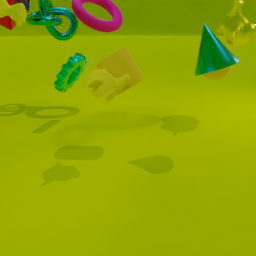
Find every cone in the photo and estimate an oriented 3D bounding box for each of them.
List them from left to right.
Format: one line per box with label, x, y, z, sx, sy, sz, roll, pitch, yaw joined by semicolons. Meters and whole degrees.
cone;1.699;-1.678;5.775;0.935;0.939;0.935;-18;11;4

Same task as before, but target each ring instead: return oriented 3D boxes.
ring;-1.005;-3.894;9.358;1.800;0.360;1.800;16;52;-20

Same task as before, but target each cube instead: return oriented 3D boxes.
cube;-3.610;-3.781;8.090;1.107;1.107;1.107;26;57;-6

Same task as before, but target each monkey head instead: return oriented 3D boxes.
monkey head;-0.415;-0.919;5.494;0.790;0.662;1.098;-40;13;21
monkey head;3.174;-2.936;7.916;1.619;1.165;0.976;-23;52;-42

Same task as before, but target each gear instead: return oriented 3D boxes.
gear;-1.727;-1.662;8.461;0.240;1.296;1.296;36;26;2

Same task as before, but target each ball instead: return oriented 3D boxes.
ball;2.771;-2.104;8.937;1.118;1.118;1.118;0;20;0

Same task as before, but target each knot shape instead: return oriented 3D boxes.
knot shape;-2.561;-3.807;9.830;1.656;0.817;1.769;28;46;-23

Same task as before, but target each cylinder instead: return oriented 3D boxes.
cylinder;-0.180;-1.308;6.495;0.837;0.837;0.837;-30;11;6

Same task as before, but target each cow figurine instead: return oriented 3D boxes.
cow figurine;-3.347;-3.155;7.403;1.194;0.656;1.175;13;6;13
